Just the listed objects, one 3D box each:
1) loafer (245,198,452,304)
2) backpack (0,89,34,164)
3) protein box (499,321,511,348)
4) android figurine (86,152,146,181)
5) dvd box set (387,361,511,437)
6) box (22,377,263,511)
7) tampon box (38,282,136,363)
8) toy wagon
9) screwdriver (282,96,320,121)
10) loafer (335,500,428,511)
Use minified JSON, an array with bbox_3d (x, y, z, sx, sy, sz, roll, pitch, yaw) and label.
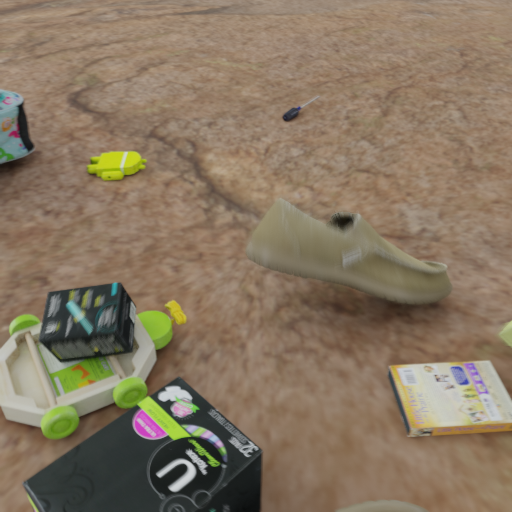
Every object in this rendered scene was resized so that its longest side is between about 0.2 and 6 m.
[{"bbox_3d":[1.464,-0.062,8.089,3.160,1.066,1.201,11,7,-15],"label":"loafer"},{"bbox_3d":[-6.653,-2.677,11.346,2.906,2.464,3.273,23,47,27],"label":"backpack"},{"bbox_3d":[4.156,0.918,6.352,1.153,1.697,1.709,-34,73,-26],"label":"protein box"},{"bbox_3d":[-2.986,-1.967,12.053,1.214,0.249,1.105,-3,36,-3],"label":"android figurine"},{"bbox_3d":[2.446,1.772,7.028,1.368,0.201,1.001,-3,37,-4],"label":"dvd box set"},{"bbox_3d":[-1.018,2.355,5.446,1.815,1.128,1.348,-30,46,-34],"label":"box"},{"bbox_3d":[-2.153,0.865,7.252,1.002,0.633,0.751,-8,52,6],"label":"tampon box"},{"bbox_3d":[-2.106,1.297,7.431,2.524,0.499,1.958,-18,41,-24],"label":"toy wagon"},{"bbox_3d":[1.200,-3.941,14.697,0.259,0.249,1.782,41,49,2],"label":"screwdriver"},{"bbox_3d":[0.509,2.940,4.918,2.488,0.946,0.839,-17,40,-6],"label":"loafer"}]
